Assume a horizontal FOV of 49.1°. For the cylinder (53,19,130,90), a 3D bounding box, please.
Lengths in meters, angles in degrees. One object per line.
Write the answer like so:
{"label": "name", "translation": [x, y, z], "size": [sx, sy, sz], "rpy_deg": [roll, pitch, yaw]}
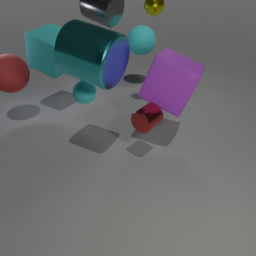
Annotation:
{"label": "cylinder", "translation": [-0.881, -1.833, 7.021], "size": [1.400, 1.400, 1.400], "rpy_deg": [24, 36, 19]}

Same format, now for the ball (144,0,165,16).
{"label": "ball", "translation": [0.909, -4.233, 9.644], "size": [0.700, 0.700, 0.700], "rpy_deg": [0, 30, 0]}

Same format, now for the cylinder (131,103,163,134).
{"label": "cylinder", "translation": [0.562, -0.293, 8.202], "size": [0.700, 0.700, 0.700], "rpy_deg": [23, 43, 35]}

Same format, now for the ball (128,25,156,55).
{"label": "ball", "translation": [0.664, -4.274, 13.685], "size": [1.400, 1.400, 1.400], "rpy_deg": [0, 30, 0]}

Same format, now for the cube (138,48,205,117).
{"label": "cube", "translation": [1.353, -1.440, 8.617], "size": [1.400, 1.400, 1.400], "rpy_deg": [28, 30, 6]}

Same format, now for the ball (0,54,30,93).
{"label": "ball", "translation": [-4.331, -1.989, 10.240], "size": [1.400, 1.400, 1.400], "rpy_deg": [0, 30, 0]}

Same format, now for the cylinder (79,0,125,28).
{"label": "cylinder", "translation": [-1.089, -5.173, 11.849], "size": [1.400, 1.400, 1.400], "rpy_deg": [29, 38, 17]}

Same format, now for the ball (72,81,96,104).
{"label": "ball", "translation": [-1.292, -1.059, 8.311], "size": [0.700, 0.700, 0.700], "rpy_deg": [0, 30, 0]}

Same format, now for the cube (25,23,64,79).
{"label": "cube", "translation": [-2.908, -3.004, 10.851], "size": [1.400, 1.400, 1.400], "rpy_deg": [27, 44, 20]}
